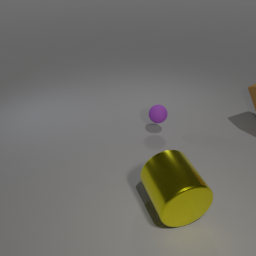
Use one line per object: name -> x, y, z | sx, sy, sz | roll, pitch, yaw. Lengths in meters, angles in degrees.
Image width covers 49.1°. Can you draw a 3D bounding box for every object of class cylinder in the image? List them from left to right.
cylinder -> 1.195, 1.508, 7.131 | 1.400, 1.400, 1.400 | -9, 37, -16

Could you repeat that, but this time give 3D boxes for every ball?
ball -> 1.120, -0.521, 10.427 | 0.700, 0.700, 0.700 | 0, 30, 0

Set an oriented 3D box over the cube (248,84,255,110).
cube -> 5.441, -1.111, 9.909 | 1.400, 1.400, 1.400 | -24, 8, -9
